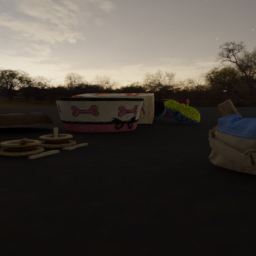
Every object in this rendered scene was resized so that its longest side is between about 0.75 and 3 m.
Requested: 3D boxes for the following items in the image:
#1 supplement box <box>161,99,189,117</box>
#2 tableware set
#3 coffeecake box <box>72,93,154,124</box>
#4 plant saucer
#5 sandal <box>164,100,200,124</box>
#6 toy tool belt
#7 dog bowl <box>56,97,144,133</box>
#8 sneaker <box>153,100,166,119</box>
[{"bbox_3d":[2.319,-0.996,13.751,1.298,0.849,0.670,-4,7,-33],"label":"supplement box"},{"bbox_3d":[-1.222,0.174,3.913,0.837,0.254,1.266,2,6,24],"label":"tableware set"},{"bbox_3d":[-0.393,-0.700,9.478,2.502,0.914,1.921,0,10,7],"label":"coffeecake box"},{"bbox_3d":[-2.763,-0.177,6.659,1.922,0.331,1.922,-3,1,0],"label":"plant saucer"},{"bbox_3d":[1.754,-0.427,9.094,0.548,0.600,1.379,-22,37,-31],"label":"sandal"},{"bbox_3d":[1.270,0.078,2.551,0.697,0.686,1.117,-3,6,-33],"label":"toy tool belt"},{"bbox_3d":[-0.677,-0.350,6.880,2.134,0.787,2.134,1,5,0],"label":"dog bowl"},{"bbox_3d":[0.296,-0.654,11.109,2.401,0.791,0.941,-1,-11,4],"label":"sneaker"}]
